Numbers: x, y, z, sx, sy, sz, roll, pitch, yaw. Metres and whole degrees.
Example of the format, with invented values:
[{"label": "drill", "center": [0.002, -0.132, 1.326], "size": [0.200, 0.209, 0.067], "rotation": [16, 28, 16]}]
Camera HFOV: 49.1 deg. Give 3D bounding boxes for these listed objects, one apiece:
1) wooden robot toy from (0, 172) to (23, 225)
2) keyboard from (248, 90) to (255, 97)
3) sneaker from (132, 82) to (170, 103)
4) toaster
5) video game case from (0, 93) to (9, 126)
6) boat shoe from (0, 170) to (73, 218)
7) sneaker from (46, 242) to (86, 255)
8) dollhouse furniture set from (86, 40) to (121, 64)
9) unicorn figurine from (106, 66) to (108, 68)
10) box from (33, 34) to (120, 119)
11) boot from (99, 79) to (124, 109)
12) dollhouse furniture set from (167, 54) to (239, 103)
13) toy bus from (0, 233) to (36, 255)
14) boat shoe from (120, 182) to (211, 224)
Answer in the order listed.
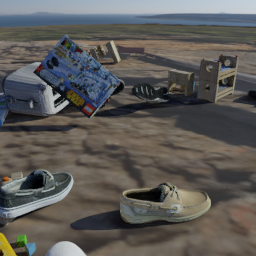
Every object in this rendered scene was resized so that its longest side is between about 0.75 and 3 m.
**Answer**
[{"label": "wooden robot toy", "center": [-2.188, 1.159, 5.333], "size": [0.596, 0.614, 1.353], "rotation": [-1, 25, -3]}, {"label": "keyboard", "center": [5.780, -1.055, 10.701], "size": [2.318, 0.459, 1.207], "rotation": [11, 4, 25]}, {"label": "sneaker", "center": [0.765, -1.173, 10.164], "size": [1.765, 0.652, 0.700], "rotation": [5, -20, -45]}, {"label": "toaster", "center": [-2.982, -1.409, 9.937], "size": [1.657, 1.457, 2.565], "rotation": [13, 32, 17]}, {"label": "video game case", "center": [-5.261, -0.641, 9.741], "size": [2.109, 0.262, 2.947], "rotation": [-6, 25, -12]}, {"label": "boat shoe", "center": [-1.625, 1.094, 5.251], "size": [0.608, 0.598, 1.686], "rotation": [24, 22, 24]}, {"label": "sneaker", "center": [-0.672, 1.953, 3.235], "size": [0.764, 0.899, 2.031], "rotation": [-8, 25, -14]}, {"label": "dollhouse furniture set", "center": [-1.660, -4.473, 17.612], "size": [1.966, 1.306, 1.723], "rotation": [-17, 20, 17]}, {"label": "unicorn figurine", "center": [-1.927, -2.841, 14.335], "size": [1.614, 0.596, 1.108], "rotation": [-31, 46, -25]}, {"label": "box", "center": [-1.538, -1.542, 8.592], "size": [2.204, 1.509, 0.440], "rotation": [40, -1, -2]}, {"label": "boot", "center": [-0.959, -1.289, 10.583], "size": [1.988, 0.727, 1.497], "rotation": [-10, 25, -12]}, {"label": "dollhouse furniture set", "center": [3.059, -2.239, 11.634], "size": [2.267, 1.589, 1.598], "rotation": [22, 32, 40]}, {"label": "toy bus", "center": [-1.956, 1.794, 4.053], "size": [0.997, 0.515, 0.941], "rotation": [1, 24, 2]}, {"label": "boat shoe", "center": [0.700, 1.306, 5.076], "size": [1.702, 0.553, 0.614], "rotation": [-3, 25, -7]}]
